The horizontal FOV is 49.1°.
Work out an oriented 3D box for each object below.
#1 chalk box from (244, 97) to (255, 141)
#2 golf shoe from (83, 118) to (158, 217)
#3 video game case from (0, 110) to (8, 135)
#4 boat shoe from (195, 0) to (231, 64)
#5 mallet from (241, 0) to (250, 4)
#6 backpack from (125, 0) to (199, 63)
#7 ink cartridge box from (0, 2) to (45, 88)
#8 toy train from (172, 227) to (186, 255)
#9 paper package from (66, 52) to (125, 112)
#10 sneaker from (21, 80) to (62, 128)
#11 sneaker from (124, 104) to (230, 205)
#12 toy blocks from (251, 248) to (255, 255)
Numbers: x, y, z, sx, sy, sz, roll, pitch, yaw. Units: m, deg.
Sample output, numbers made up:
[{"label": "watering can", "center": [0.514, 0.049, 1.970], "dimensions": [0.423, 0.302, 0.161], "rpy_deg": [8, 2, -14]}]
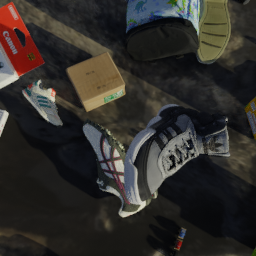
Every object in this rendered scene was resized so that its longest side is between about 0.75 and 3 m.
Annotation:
[{"label": "chalk box", "center": [4.722, -0.459, 8.278], "dimensions": [1.905, 1.179, 1.185], "rpy_deg": [-9, 72, -4]}, {"label": "golf shoe", "center": [-0.503, 1.046, 7.882], "dimensions": [1.321, 1.158, 2.999], "rpy_deg": [-40, 77, -3]}, {"label": "video game case", "center": [-5.423, 0.381, 8.464], "dimensions": [2.846, 0.327, 2.594], "rpy_deg": [13, 74, 4]}, {"label": "boat shoe", "center": [2.653, -3.491, 9.230], "dimensions": [1.118, 1.023, 2.992], "rpy_deg": [8, 85, -9]}, {"label": "mallet", "center": [4.614, -4.728, 10.024], "dimensions": [1.291, 0.266, 0.425], "rpy_deg": [-11, 74, -7]}, {"label": "backpack", "center": [1.133, -3.885, 8.844], "dimensions": [2.439, 2.299, 2.990], "rpy_deg": [1, 55, 34]}, {"label": "ink cartridge box", "center": [-3.555, -2.253, 7.674], "dimensions": [1.750, 0.439, 2.016], "rpy_deg": [-28, 91, 2]}, {"label": "toy train", "center": [1.385, 3.185, 7.701], "dimensions": [0.162, 0.217, 0.948], "rpy_deg": [22, 75, 6]}, {"label": "paper package", "center": [-0.993, -1.438, 8.775], "dimensions": [1.456, 0.753, 1.388], "rpy_deg": [-25, 75, -8]}, {"label": "sneaker", "center": [-2.486, -0.794, 8.653], "dimensions": [0.812, 0.611, 1.736], "rpy_deg": [-43, 75, -6]}, {"label": "sneaker", "center": [1.049, 0.387, 5.305], "dimensions": [1.549, 1.027, 2.722], "rpy_deg": [3, 35, 30]}, {"label": "toy blocks", "center": [4.492, 2.956, 7.450], "dimensions": [1.487, 1.087, 2.175], "rpy_deg": [34, 79, -2]}]
